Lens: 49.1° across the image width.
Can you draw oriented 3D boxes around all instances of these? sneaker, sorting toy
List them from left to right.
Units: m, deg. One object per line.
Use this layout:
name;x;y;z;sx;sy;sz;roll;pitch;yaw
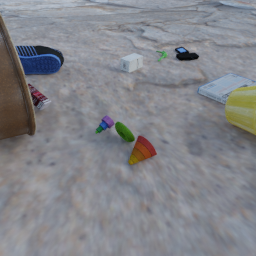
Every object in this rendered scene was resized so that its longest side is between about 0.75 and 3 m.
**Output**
sneaker;-3.704;-2.503;10.134;2.742;0.962;1.068;5;31;-5
sorting toy;-0.160;0.303;6.347;0.596;0.600;1.729;-44;51;-17

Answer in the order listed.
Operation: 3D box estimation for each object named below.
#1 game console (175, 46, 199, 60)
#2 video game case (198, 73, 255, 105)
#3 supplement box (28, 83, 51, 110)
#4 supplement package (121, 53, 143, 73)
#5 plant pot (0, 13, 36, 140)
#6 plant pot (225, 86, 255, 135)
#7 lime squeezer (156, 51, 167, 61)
game console;2.313;-3.116;11.672;0.826;0.169;1.400;-8;34;-12
video game case;3.667;-0.963;8.382;1.820;0.226;2.543;-25;41;-33
supplement box;-2.552;-0.859;7.668;0.799;0.243;0.435;40;19;-3
supplement package;0.142;-2.417;10.360;0.454;0.453;0.774;27;42;34
plant pot;-3.804;-0.770;5.611;2.927;2.956;2.956;-21;39;-25
plant pot;3.160;-0.430;6.644;1.449;1.449;1.363;-23;24;-30
lime squeezer;1.407;-3.002;11.538;0.406;0.217;1.149;-26;31;17
